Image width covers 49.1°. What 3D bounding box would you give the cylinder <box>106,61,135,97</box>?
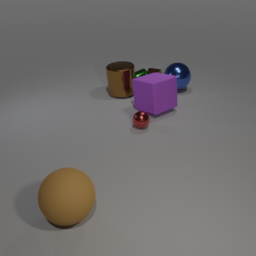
[{"bbox_3d":[-0.337,-2.434,13.928,1.400,1.400,1.400,-3,31,2],"label":"cylinder"}]

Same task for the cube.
[{"bbox_3d":[1.202,-1.555,12.406,1.400,1.400,1.400,-22,28,-32],"label":"cube"}]

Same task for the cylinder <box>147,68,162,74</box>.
[{"bbox_3d":[1.498,-3.026,15.885,0.700,0.700,0.700,13,32,23],"label":"cylinder"}]

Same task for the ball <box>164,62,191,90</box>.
[{"bbox_3d":[2.522,-2.648,14.358,1.400,1.400,1.400,0,30,0],"label":"ball"}]

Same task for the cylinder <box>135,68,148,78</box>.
[{"bbox_3d":[0.650,-2.755,15.079,0.700,0.700,0.700,-28,38,-19],"label":"cylinder"}]

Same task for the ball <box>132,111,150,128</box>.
[{"bbox_3d":[0.525,-0.334,11.192,0.700,0.700,0.700,0,30,0],"label":"ball"}]

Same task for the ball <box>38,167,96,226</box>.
[{"bbox_3d":[-1.508,1.685,6.954,1.400,1.400,1.400,0,30,0],"label":"ball"}]
